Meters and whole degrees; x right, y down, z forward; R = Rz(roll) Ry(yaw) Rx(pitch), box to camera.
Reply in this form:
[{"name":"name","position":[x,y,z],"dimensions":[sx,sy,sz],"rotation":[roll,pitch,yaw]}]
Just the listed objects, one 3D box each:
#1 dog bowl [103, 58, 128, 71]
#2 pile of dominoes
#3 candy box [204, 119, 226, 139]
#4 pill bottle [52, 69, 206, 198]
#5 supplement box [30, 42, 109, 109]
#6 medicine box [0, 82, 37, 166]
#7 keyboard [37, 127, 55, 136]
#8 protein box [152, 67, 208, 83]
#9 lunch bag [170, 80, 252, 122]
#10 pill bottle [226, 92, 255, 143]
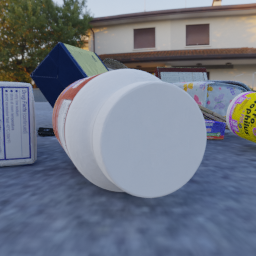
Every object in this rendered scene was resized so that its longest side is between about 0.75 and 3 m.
[{"name":"dog bowl","position":[-1.064,-1.609,12.557],"dimensions":[2.917,2.917,0.855],"rotation":[-1,-10,-6]},{"name":"pile of dominoes","position":[2.075,-0.320,8.297],"dimensions":[2.738,0.436,2.134],"rotation":[26,3,1]},{"name":"candy box","position":[2.003,-0.002,8.163],"dimensions":[1.106,0.504,1.308],"rotation":[2,6,-11]},{"name":"pill bottle","position":[-0.184,-0.023,3.997],"dimensions":[1.545,1.545,2.754],"rotation":[-3,7,-20]},{"name":"supplement box","position":[-1.643,-1.474,10.348],"dimensions":[1.683,2.508,2.505],"rotation":[-40,-9,21]},{"name":"medicine box","position":[-3.270,-0.147,5.440],"dimensions":[2.782,1.432,2.534],"rotation":[-1,7,-19]},{"name":"keyboard","position":[-2.736,0.113,8.852],"dimensions":[0.912,0.148,1.436],"rotation":[5,4,-16]},{"name":"protein box","position":[2.371,-1.707,14.101],"dimensions":[2.516,1.697,2.498],"rotation":[-2,-17,-13]},{"name":"lunch bag","position":[3.406,-1.018,11.301],"dimensions":[2.966,1.886,2.515],"rotation":[4,6,-26]},{"name":"pill bottle","position":[3.164,-0.096,5.888],"dimensions":[1.127,1.127,2.161],"rotation":[-2,14,-18]}]
